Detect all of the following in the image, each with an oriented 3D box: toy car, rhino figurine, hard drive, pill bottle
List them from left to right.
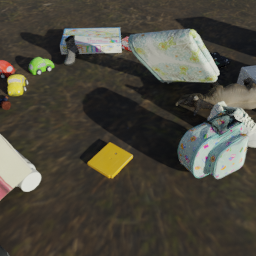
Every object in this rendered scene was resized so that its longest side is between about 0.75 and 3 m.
[{"bbox_3d":[-2.616,1.004,6.689,1.089,0.619,0.619,31,51,29],"label":"pill bottle"},{"bbox_3d":[-3.763,-2.165,10.270,2.145,0.508,2.279,-29,50,-28],"label":"toy car"},{"bbox_3d":[3.272,-2.575,10.936,1.207,0.228,0.843,-21,46,-22],"label":"hard drive"},{"bbox_3d":[2.791,-0.931,8.577,2.748,0.822,1.202,-8,30,-5],"label":"rhino figurine"}]

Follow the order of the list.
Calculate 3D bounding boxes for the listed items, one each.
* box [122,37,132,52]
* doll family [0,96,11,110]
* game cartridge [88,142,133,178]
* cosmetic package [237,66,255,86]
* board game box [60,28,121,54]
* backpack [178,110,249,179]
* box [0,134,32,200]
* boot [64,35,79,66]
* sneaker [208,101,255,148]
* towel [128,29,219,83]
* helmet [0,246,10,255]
[{"bbox_3d":[0.177,-3.499,11.817,0.833,0.415,0.397,28,49,28],"label":"box"},{"bbox_3d":[-4.575,-0.722,8.350,1.307,0.887,2.262,13,37,23],"label":"doll family"},{"bbox_3d":[-0.454,0.832,7.255,0.797,0.147,0.904,27,51,27],"label":"game cartridge"},{"bbox_3d":[4.554,-1.328,9.235,0.946,0.664,1.864,-10,42,-11],"label":"cosmetic package"},{"bbox_3d":[-1.561,-3.798,12.128,2.509,0.429,1.687,-2,41,-2],"label":"board game box"},{"bbox_3d":[2.020,0.511,6.698,1.547,1.360,1.186,-19,42,-12],"label":"backpack"},{"bbox_3d":[-3.777,1.025,5.511,1.838,1.566,2.874,31,65,30],"label":"box"},{"bbox_3d":[-2.278,-3.012,10.815,0.433,0.817,1.241,-2,44,9],"label":"boot"},{"bbox_3d":[3.016,-0.091,7.495,1.795,0.719,0.631,31,47,25],"label":"sneaker"},{"bbox_3d":[1.446,-2.129,8.549,2.094,2.446,0.589,5,73,37],"label":"towel"},{"bbox_3d":[-2.514,2.585,3.970,1.936,1.936,1.846,13,22,14],"label":"helmet"}]
